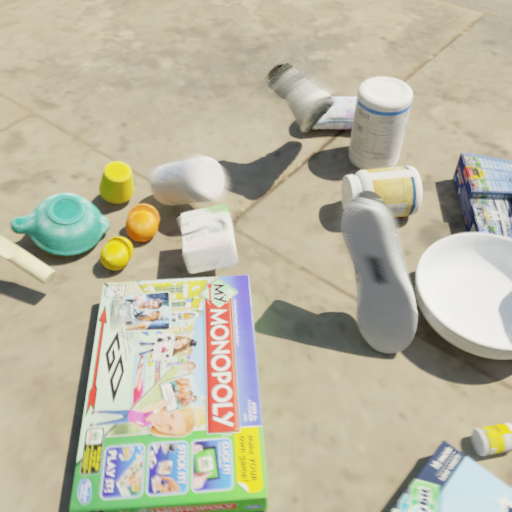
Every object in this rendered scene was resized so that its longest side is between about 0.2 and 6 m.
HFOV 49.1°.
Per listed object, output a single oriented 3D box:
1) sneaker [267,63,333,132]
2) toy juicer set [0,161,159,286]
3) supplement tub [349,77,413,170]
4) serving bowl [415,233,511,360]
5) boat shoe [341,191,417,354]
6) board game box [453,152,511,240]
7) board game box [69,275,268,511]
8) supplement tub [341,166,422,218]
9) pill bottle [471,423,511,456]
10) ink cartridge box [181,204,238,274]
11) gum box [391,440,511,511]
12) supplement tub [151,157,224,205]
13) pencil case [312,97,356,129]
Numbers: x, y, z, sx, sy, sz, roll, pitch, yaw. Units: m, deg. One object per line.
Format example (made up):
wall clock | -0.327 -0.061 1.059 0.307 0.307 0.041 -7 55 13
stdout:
sneaker | 0.784 -3.068 10.536 1.231 2.132 0.800 43 95 0
toy juicer set | -3.075 -0.316 9.562 3.052 0.831 1.942 -30 70 -31
supplement tub | 2.408 -2.561 10.977 1.048 1.589 1.048 0 48 0
serving bowl | 3.519 0.690 8.563 2.265 0.745 2.265 0 47 0
boat shoe | 1.787 0.246 7.958 0.852 2.483 0.703 -6 28 22
board game box | 4.905 -0.884 10.044 2.240 0.691 2.242 2 47 3
board game box | -1.120 1.760 7.753 2.312 0.500 3.436 -4 47 -3
supplement tub | 2.247 -1.122 10.112 1.257 0.909 0.909 -6 48 -5
pill bottle | 3.175 2.373 7.288 0.630 0.351 0.351 -7 48 -8
ink cartridge box | -0.767 -0.292 8.989 0.803 0.463 1.099 -14 38 0
gum box | 2.518 3.455 6.201 2.167 0.483 1.841 34 56 27
supplement tub | -1.227 -1.316 9.991 1.179 0.778 0.778 -2 39 40
pencil case | 1.840 -3.031 12.027 1.657 0.689 0.752 1 60 1
